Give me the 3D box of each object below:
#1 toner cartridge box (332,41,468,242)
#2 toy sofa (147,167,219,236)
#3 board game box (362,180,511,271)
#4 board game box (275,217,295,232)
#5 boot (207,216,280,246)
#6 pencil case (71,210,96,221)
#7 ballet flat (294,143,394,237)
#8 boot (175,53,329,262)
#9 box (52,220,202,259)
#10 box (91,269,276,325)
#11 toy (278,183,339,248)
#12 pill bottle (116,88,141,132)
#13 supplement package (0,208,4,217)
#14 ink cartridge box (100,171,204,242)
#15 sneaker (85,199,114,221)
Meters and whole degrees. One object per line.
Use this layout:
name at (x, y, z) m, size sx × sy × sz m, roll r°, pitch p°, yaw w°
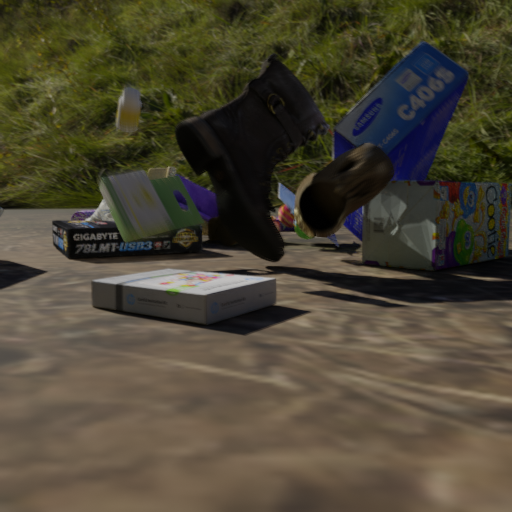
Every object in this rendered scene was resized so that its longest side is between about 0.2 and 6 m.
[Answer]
toner cartridge box at (2.450, -1.800, 10.436) m, size 0.938 × 2.064 × 4.346 m, roll 43°, pitch -5°, yaw 15°
toy sofa at (-1.436, -1.230, 13.376) m, size 1.223 × 1.038 × 2.506 m, roll 5°, pitch -10°, yaw 33°
board game box at (2.952, -0.551, 9.004) m, size 2.477 × 1.299 × 1.276 m, roll -7°, pitch 9°, yaw -44°
board game box at (0.180, -1.080, 18.317) m, size 3.037 × 0.490 × 1.823 m, roll 5°, pitch 4°, yaw 41°
boot at (-0.135, -0.590, 12.369) m, size 1.487 × 0.693 × 1.922 m, roll -1°, pitch 3°, yaw -21°
pencil case at (-5.372, -1.153, 18.163) m, size 0.658 × 0.646 × 1.540 m, roll 28°, pitch 12°, yaw 8°
ballet flat at (1.091, -0.822, 8.451) m, size 0.690 × 1.003 × 2.977 m, roll -41°, pitch 2°, yaw -18°
boot at (0.296, -1.543, 8.594) m, size 2.359 × 2.710 × 0.938 m, roll -37°, pitch 13°, yaw -28°
box at (-2.573, -0.377, 10.902) m, size 2.419 × 0.606 × 2.437 m, roll -4°, pitch 7°, yaw -25°
box at (-0.689, 0.356, 5.377) m, size 1.411 × 0.290 × 1.100 m, roll 5°, pitch 8°, yaw 34°
toy at (0.972, -0.804, 12.404) m, size 1.553 × 0.637 × 2.697 m, roll 38°, pitch 10°, yaw -7°
pill bottle at (-1.887, -2.169, 8.325) m, size 0.328 × 0.589 × 0.328 m, roll 12°, pitch 41°, yaw -11°
supplement package at (-5.189, -0.678, 8.905) m, size 1.857 × 1.030 × 1.446 m, roll 6°, pitch -23°, yaw 49°
ink cartridge box at (-1.543, -0.827, 8.529) m, size 1.378 × 1.003 × 0.330 m, roll -18°, pitch -22°, yaw -32°
sneaker at (-3.397, -0.987, 13.453) m, size 1.090 × 1.260 × 2.909 m, roll -8°, pitch 8°, yaw -36°
